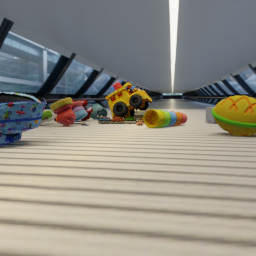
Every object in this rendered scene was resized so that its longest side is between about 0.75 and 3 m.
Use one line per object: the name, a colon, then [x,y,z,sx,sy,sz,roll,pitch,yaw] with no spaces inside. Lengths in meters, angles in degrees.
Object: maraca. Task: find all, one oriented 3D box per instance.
maraca: [3.893,-0.355,8.991,2.358,1.261,1.617,12,30,22]

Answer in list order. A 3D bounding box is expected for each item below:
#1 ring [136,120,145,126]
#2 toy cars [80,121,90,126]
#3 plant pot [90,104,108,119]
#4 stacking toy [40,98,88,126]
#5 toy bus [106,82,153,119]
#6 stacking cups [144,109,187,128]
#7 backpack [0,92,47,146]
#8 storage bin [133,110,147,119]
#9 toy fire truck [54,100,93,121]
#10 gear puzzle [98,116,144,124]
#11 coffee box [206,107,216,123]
ring: [0.980,-0.336,13.162,1.248,0.120,1.248,-18,8,3]
toy cars: [-2.010,-0.214,13.083,0.358,0.177,0.799,-2,6,-18]
plant pot: [-1.821,-0.955,17.472,1.018,1.018,0.997,-3,13,-29]
stacking toy: [-3.233,-0.389,13.462,2.390,1.115,2.641,-25,-3,11]
toy bus: [-0.071,-1.728,15.448,2.251,2.161,1.527,-28,-16,16]
stacking cups: [1.826,-0.461,12.420,0.810,0.810,2.678,5,6,42]
backpack: [-3.091,-0.265,7.104,1.952,1.313,1.782,-1,5,-5]
storage bin: [0.557,-0.849,17.824,1.345,0.630,1.335,1,6,11]
toy fire truck: [-3.088,-0.805,16.094,1.948,1.092,1.636,1,29,15]
gear puzzle: [-0.158,-0.439,14.422,2.745,0.359,1.422,1,5,2]
coffee box: [5.242,-0.676,14.536,2.098,0.836,1.200,0,5,-3]
